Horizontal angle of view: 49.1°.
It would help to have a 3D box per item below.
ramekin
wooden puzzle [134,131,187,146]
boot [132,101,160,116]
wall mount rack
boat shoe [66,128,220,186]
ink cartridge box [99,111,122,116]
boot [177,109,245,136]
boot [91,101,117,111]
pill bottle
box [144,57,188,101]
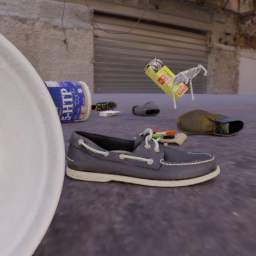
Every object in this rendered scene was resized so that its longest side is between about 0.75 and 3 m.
[{"bbox_3d":[-1.616,0.226,1.930,2.071,2.071,1.087,-8,1,-41],"label":"ramekin"},{"bbox_3d":[0.902,0.230,7.592,1.332,0.231,1.974,2,9,13],"label":"wooden puzzle"},{"bbox_3d":[1.197,-0.899,14.128,1.792,0.625,1.180,-21,23,-37],"label":"boot"},{"bbox_3d":[1.924,-1.383,9.253,1.538,1.336,0.573,-25,64,-28],"label":"wall mount rack"},{"bbox_3d":[0.219,0.417,4.511,2.491,0.781,0.905,1,9,5],"label":"boat shoe"},{"bbox_3d":[-0.852,-0.708,13.821,0.773,0.194,0.891,5,10,27],"label":"ink cartridge box"},{"bbox_3d":[2.493,-0.156,8.350,2.067,0.772,1.002,-3,7,-31],"label":"boot"},{"bbox_3d":[-1.450,-1.258,16.418,1.424,0.514,1.076,-2,9,23],"label":"boot"},{"bbox_3d":[-2.998,-1.001,11.039,2.740,1.640,1.640,-7,11,-33],"label":"pill bottle"},{"bbox_3d":[1.523,-1.958,11.325,0.687,1.825,0.457,-44,-1,-30],"label":"box"}]
